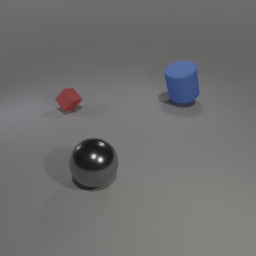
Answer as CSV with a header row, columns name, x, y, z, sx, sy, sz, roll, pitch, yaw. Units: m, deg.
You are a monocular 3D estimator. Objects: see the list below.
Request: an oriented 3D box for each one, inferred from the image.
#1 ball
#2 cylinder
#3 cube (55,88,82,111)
name,x,y,z,sx,sy,sz,roll,pitch,yaw
ball,-0.970,0.982,7.992,1.400,1.400,1.400,0,30,0
cylinder,2.419,-2.046,12.500,1.400,1.400,1.400,-11,40,10
cube,-2.556,-1.234,12.106,0.700,0.700,0.700,50,25,8
